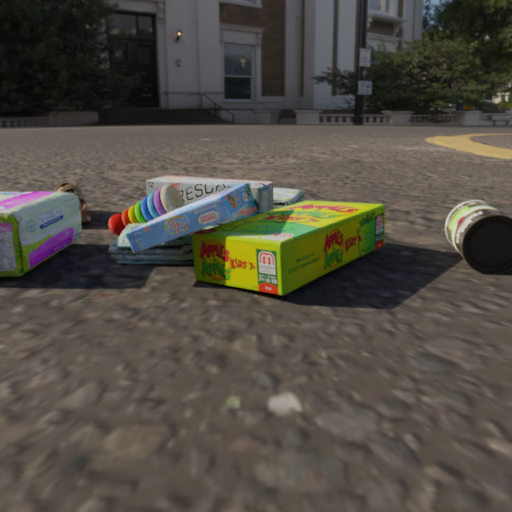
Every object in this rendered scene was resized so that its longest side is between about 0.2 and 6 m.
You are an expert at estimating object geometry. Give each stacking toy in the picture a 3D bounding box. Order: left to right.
[{"bbox_3d":[-2.162,-0.793,10.650,1.558,0.665,0.665,-19,10,20],"label":"stacking toy"}]

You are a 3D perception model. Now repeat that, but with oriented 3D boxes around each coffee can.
[{"bbox_3d":[3.669,-0.331,9.075,0.941,0.941,1.286,2,16,7],"label":"coffee can"}]

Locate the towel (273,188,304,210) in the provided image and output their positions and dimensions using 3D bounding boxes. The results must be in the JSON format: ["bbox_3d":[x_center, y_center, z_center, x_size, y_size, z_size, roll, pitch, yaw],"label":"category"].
[{"bbox_3d":[0.234,-1.321,13.405,1.558,0.438,1.820,7,18,13],"label":"towel"}]

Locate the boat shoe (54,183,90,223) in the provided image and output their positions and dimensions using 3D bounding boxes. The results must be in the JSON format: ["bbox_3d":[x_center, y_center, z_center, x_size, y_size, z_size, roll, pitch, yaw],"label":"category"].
[{"bbox_3d":[-4.116,-1.178,12.270,0.798,0.757,2.108,-8,18,-25],"label":"boat shoe"}]

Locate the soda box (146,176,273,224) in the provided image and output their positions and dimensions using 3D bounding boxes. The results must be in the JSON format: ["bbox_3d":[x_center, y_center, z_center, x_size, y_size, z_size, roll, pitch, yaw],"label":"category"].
[{"bbox_3d":[-1.025,-1.227,12.260,2.726,0.866,0.932,6,17,20],"label":"soda box"}]

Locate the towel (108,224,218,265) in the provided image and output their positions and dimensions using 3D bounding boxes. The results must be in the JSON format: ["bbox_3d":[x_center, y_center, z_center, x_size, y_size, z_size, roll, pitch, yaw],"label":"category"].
[{"bbox_3d":[-1.480,-0.265,9.739,1.836,0.442,1.571,0,17,0],"label":"towel"}]

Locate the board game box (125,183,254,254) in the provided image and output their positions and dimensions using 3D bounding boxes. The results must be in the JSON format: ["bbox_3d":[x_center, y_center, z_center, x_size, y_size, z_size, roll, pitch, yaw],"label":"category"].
[{"bbox_3d":[-0.948,-0.640,8.771,1.522,0.368,2.012,-19,8,15],"label":"board game box"}]

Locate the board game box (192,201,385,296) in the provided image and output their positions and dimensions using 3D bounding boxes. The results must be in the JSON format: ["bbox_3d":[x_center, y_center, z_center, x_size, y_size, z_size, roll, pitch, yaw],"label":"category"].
[{"bbox_3d":[0.649,-0.257,8.950,1.605,0.752,3.160,7,17,37],"label":"board game box"}]

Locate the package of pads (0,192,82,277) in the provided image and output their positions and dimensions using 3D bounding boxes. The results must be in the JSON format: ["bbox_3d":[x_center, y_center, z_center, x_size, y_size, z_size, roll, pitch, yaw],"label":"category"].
[{"bbox_3d":[-4.784,-0.415,9.168,3.103,1.058,2.398,0,15,4],"label":"package of pads"}]
